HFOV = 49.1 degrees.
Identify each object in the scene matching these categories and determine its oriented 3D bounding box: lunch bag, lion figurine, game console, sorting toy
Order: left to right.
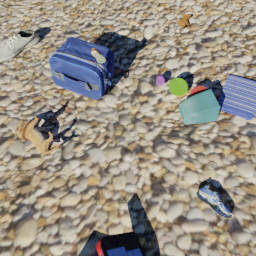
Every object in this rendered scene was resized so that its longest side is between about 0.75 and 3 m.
[{"bbox_3d":[-3.421,0.377,10.650,1.266,0.749,2.067,-47,72,9],"label":"lion figurine"},{"bbox_3d":[-1.857,-2.380,11.785,2.675,1.818,1.770,20,58,13],"label":"lunch bag"},{"bbox_3d":[0.037,3.983,7.988,1.737,0.305,1.964,10,45,-45],"label":"game console"},{"bbox_3d":[2.428,-1.882,12.272,2.398,0.831,0.826,21,36,11],"label":"sorting toy"}]

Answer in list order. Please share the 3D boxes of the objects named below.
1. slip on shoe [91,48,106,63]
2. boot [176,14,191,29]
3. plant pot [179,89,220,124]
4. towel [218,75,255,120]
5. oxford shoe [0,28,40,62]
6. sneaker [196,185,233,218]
[{"bbox_3d":[-1.092,-2.697,10.462,0.325,0.877,0.268,-24,65,17],"label":"slip on shoe"},{"bbox_3d":[3.065,-5.634,14.790,0.910,0.349,0.707,-23,59,-12],"label":"boot"},{"bbox_3d":[2.826,-0.754,11.323,1.369,0.968,0.967,-16,58,0],"label":"plant pot"},{"bbox_3d":[4.842,-1.369,12.142,1.570,0.259,2.169,21,58,16],"label":"towel"},{"bbox_3d":[-5.515,-4.079,13.567,2.579,0.745,0.970,-37,67,-19],"label":"oxford shoe"},{"bbox_3d":[2.984,2.471,9.445,0.518,0.509,1.346,-41,67,-19],"label":"sneaker"}]
